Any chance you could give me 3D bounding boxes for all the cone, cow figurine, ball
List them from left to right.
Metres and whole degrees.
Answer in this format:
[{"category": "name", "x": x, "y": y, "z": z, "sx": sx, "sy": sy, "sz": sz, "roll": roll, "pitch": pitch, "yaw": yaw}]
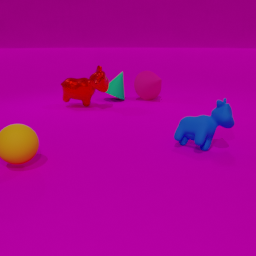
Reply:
[{"category": "ball", "x": -2.141, "y": 0.314, "z": 5.435, "sx": 0.786, "sy": 0.786, "sz": 0.786, "roll": 0, "pitch": 18, "yaw": 0}, {"category": "cow figurine", "x": -1.562, "y": -1.551, "z": 10.075, "sx": 1.705, "sy": 1.678, "sz": 0.936, "roll": 9, "pitch": 53, "yaw": -8}, {"category": "cone", "x": -0.420, "y": -1.836, "z": 11.531, "sx": 1.040, "sy": 1.043, "sz": 1.040, "roll": 23, "pitch": 8, "yaw": -3}, {"category": "cone", "x": 1.039, "y": -1.791, "z": 11.071, "sx": 1.240, "sy": 1.240, "sz": 1.245, "roll": -7, "pitch": 0, "yaw": -20}, {"category": "cow figurine", "x": 1.752, "y": -0.121, "z": 6.402, "sx": 1.236, "sy": 1.216, "sz": 0.679, "roll": 13, "pitch": -15, "yaw": 40}]
